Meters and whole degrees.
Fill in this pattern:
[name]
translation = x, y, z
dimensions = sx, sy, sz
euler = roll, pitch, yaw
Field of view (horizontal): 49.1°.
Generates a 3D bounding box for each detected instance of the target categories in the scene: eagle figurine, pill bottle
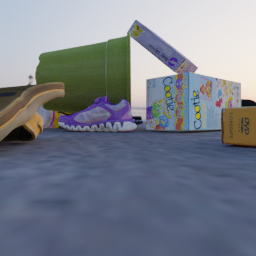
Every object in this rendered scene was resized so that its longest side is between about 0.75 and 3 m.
[eagle figurine]
translation = -1.553, -0.176, 7.741
dimensions = 0.651, 0.648, 0.858
euler = 39, -27, 10
[pill bottle]
translation = -2.013, -0.440, 8.744
dimensions = 0.870, 0.870, 1.669
euler = 2, 3, 41

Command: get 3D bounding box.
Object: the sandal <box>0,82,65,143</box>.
[sandal]
translation = -1.292, -0.085, 3.018
dimensions = 0.979, 0.658, 2.437
euler = -5, 17, -1

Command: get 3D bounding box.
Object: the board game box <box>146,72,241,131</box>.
[board game box]
translation = 1.583, -0.531, 6.519
dimensions = 2.244, 1.177, 1.156
euler = 0, 1, -44

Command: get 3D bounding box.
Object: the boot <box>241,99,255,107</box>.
[boot]
translation = 3.335, -0.581, 10.726
dimensions = 2.567, 0.980, 2.157
euler = -7, 8, -21

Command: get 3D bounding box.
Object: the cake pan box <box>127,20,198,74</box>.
[cake pan box]
translation = 1.038, -2.133, 7.795
dimensions = 1.733, 0.492, 1.881
euler = 45, 20, 14

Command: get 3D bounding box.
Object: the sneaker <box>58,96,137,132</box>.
[sneaker]
translation = -0.671, -0.299, 6.088
dimensions = 1.732, 0.766, 0.696
euler = -1, 3, 11

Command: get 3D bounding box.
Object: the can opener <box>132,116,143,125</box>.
[can opener]
translation = 0.008, -0.362, 12.914
dimensions = 1.357, 0.430, 0.534
euler = 0, 3, -9

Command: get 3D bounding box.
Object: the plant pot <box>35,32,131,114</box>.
[plant pot]
translation = -1.025, -1.194, 7.062
dimensions = 2.226, 2.344, 2.344
euler = 0, 2, 0

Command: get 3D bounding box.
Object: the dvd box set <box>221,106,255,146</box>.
[dvd box set]
translation = 2.675, -0.017, 2.669
dimensions = 2.849, 0.419, 2.085
euler = 1, 2, 41
